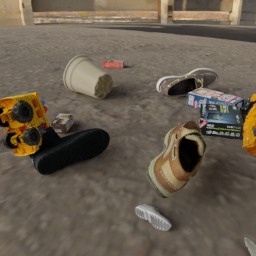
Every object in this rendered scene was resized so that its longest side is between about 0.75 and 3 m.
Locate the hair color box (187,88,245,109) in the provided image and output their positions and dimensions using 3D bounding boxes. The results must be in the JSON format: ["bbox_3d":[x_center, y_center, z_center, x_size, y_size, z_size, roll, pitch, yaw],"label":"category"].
[{"bbox_3d":[3.212,-0.968,10.345,1.813,0.549,0.907,21,32,37],"label":"hair color box"}]

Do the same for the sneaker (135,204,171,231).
[{"bbox_3d":[0.503,1.594,5.175,0.769,0.287,0.315,22,33,40],"label":"sneaker"}]

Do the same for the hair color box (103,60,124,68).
[{"bbox_3d":[-0.842,-3.784,16.581,1.184,0.363,0.601,2,24,3],"label":"hair color box"}]

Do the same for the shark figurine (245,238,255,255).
[{"bbox_3d":[2.121,2.206,3.120,1.234,0.862,2.065,0,26,2],"label":"shark figurine"}]

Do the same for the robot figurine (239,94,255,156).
[{"bbox_3d":[3.706,-0.264,7.529,1.459,0.586,2.012,-20,36,45],"label":"robot figurine"}]

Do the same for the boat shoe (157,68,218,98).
[{"bbox_3d":[2.631,-1.843,11.762,2.791,1.003,0.831,-12,33,-16],"label":"boat shoe"}]

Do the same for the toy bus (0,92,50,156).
[{"bbox_3d":[-2.338,-0.177,6.655,0.915,1.348,1.295,-10,15,28],"label":"toy bus"}]

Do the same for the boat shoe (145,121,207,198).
[{"bbox_3d":[1.272,0.508,6.000,0.950,0.928,2.512,47,37,-4],"label":"boat shoe"}]

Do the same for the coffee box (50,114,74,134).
[{"bbox_3d":[-2.070,-0.147,8.843,0.466,0.329,0.825,3,25,7],"label":"coffee box"}]

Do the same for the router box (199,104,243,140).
[{"bbox_3d":[2.883,-0.255,8.858,1.232,0.511,1.644,6,26,12],"label":"router box"}]

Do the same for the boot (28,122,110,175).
[{"bbox_3d":[-1.782,0.262,7.389,2.093,0.799,1.759,-23,37,-29],"label":"boot"}]

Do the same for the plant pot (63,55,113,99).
[{"bbox_3d":[-1.527,-1.974,11.546,1.521,1.662,1.662,30,37,28],"label":"plant pot"}]
